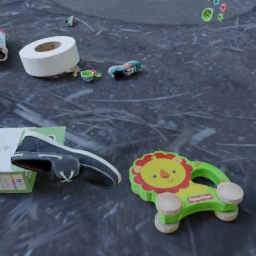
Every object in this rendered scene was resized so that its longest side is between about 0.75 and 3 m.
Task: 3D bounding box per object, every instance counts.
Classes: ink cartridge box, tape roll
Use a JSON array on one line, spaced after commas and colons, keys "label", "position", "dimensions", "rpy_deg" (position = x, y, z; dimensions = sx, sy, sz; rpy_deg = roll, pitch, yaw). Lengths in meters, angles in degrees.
[{"label": "ink cartridge box", "position": [-2.925, 0.758, 6.817], "dimensions": [2.803, 0.831, 1.455], "rpy_deg": [-2, 41, -2]}, {"label": "tape roll", "position": [-2.970, -2.776, 10.702], "dimensions": [2.124, 0.743, 2.124], "rpy_deg": [-6, 38, 4]}]

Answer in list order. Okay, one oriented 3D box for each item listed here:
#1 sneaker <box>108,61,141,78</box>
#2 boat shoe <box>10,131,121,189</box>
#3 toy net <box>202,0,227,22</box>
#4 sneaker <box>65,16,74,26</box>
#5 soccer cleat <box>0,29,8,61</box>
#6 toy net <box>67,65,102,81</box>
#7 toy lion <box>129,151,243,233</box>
[{"label": "sneaker", "position": [-0.056, -2.113, 10.436], "dimensions": [1.284, 0.458, 0.513], "rpy_deg": [-19, 50, -14]}, {"label": "boat shoe", "position": [-0.884, 0.584, 4.027], "dimensions": [1.580, 0.567, 0.534], "rpy_deg": [20, 46, 3]}, {"label": "toy net", "position": [2.784, -4.067, 8.812], "dimensions": [0.261, 1.349, 0.708], "rpy_deg": [-14, 28, -37]}, {"label": "sneaker", "position": [-3.002, -5.507, 14.355], "dimensions": [0.364, 0.325, 0.912], "rpy_deg": [4, 43, -3]}, {"label": "soccer cleat", "position": [-5.482, -3.324, 11.527], "dimensions": [1.027, 1.269, 2.940], "rpy_deg": [-43, 22, 14]}, {"label": "toy net", "position": [-1.749, -2.192, 10.594], "dimensions": [1.549, 0.299, 0.813], "rpy_deg": [31, 50, 31]}, {"label": "toy lion", "position": [1.173, 1.249, 6.481], "dimensions": [2.164, 0.743, 2.074], "rpy_deg": [-7, 34, -9]}]
